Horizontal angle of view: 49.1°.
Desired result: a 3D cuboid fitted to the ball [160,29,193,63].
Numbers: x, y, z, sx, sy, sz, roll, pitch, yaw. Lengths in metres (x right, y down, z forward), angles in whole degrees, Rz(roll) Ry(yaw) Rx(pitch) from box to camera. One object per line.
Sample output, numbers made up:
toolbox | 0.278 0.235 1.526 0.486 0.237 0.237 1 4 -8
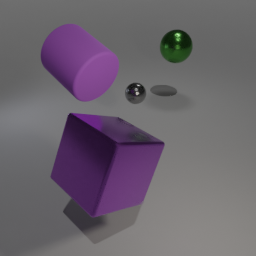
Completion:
ball | 2.070 -3.500 12.055 1.400 1.400 1.400 0 30 0

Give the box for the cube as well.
cube | -0.405 0.633 5.440 1.400 1.400 1.400 30 17 38

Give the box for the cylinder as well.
cylinder | -1.182 -1.604 6.930 1.400 1.400 1.400 -28 60 -39

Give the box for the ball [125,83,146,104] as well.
ball | 0.247 -1.127 9.119 0.700 0.700 0.700 0 30 0
